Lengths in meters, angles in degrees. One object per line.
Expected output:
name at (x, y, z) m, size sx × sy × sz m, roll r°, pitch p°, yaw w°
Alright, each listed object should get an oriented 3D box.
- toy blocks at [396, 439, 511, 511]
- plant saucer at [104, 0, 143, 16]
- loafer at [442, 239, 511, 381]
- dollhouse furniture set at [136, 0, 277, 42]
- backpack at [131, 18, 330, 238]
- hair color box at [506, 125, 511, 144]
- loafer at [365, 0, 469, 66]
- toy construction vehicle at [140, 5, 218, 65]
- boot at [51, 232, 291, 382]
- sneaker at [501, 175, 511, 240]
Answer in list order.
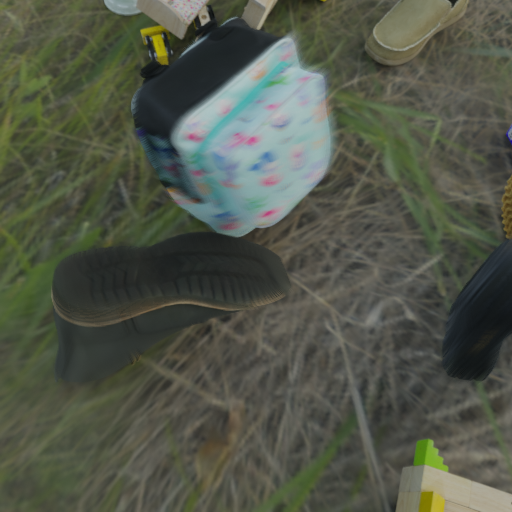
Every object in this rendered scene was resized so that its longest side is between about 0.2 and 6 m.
toy blocks at (2.591, 3.856, 6.890) m, size 1.773 × 1.296 × 2.593 m, roll 20°, pitch 64°, yaw -3°
plant saucer at (-2.721, -5.630, 11.977) m, size 1.111 × 0.279 × 1.111 m, roll 0°, pitch 63°, yaw 0°
loafer at (2.912, 0.622, 7.087) m, size 0.881 × 2.594 × 0.910 m, roll 7°, pitch 50°, yaw 5°
dollhouse furniture set at (-0.937, -5.495, 10.802) m, size 2.780 × 1.357 × 2.371 m, roll 32°, pitch 65°, yaw -8°
backpack at (-0.198, -1.664, 8.452) m, size 2.169 × 2.882 × 2.558 m, roll 36°, pitch 70°, yaw 24°
hair color box at (5.150, -1.895, 10.057) m, size 0.701 × 0.416 × 1.282 m, roll -14°, pitch 63°, yaw -6°
loafer at (3.252, -4.838, 11.214) m, size 2.752 × 0.928 × 1.046 m, roll -42°, pitch 71°, yaw -18°
toy construction vehicle at (-1.615, -4.695, 11.388) m, size 1.505 × 0.609 × 1.728 m, roll -17°, pitch 74°, yaw -8°
boot at (-1.313, 0.839, 8.128) m, size 3.233 × 2.236 × 1.252 m, roll 0°, pitch 49°, yaw -25°
sneaker at (5.052, -0.112, 8.846) m, size 1.479 × 1.230 × 3.283 m, roll -2°, pitch 69°, yaw -11°
